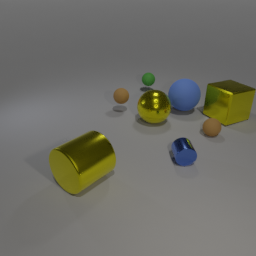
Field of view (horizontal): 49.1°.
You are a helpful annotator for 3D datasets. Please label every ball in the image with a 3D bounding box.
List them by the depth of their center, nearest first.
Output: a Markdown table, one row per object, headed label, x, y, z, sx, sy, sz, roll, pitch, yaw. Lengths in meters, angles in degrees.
| label | x | y | z | sx | sy | sz | roll | pitch | yaw |
| --- | --- | --- | --- | --- | --- | --- | --- | --- | --- |
| ball | 3.197 | -0.028 | 10.671 | 0.700 | 0.700 | 0.700 | 0 | 28 | 0 |
| ball | 1.073 | -0.872 | 11.464 | 1.400 | 1.400 | 1.400 | 0 | 28 | 0 |
| ball | -0.296 | -1.402 | 12.273 | 0.700 | 0.700 | 0.700 | 0 | 28 | 0 |
| ball | 2.474 | -1.458 | 12.302 | 1.400 | 1.400 | 1.400 | 0 | 28 | 0 |
| ball | 1.069 | -2.539 | 14.624 | 0.700 | 0.700 | 0.700 | 0 | 28 | 0 |

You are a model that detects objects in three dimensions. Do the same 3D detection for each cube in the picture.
| label | x | y | z | sx | sy | sz | roll | pitch | yaw |
| --- | --- | --- | --- | --- | --- | --- | --- | --- | --- |
| cube | 4.255 | -1.120 | 11.892 | 1.400 | 1.400 | 1.400 | -13 | 31 | -26 |

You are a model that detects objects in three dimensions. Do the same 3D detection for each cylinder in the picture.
| label | x | y | z | sx | sy | sz | roll | pitch | yaw |
| --- | --- | --- | --- | --- | --- | --- | --- | --- | --- |
| cylinder | -1.303 | 0.957 | 8.089 | 1.400 | 1.400 | 1.400 | 23 | 36 | 35 |
| cylinder | 1.827 | 0.776 | 9.171 | 0.700 | 0.700 | 0.700 | -2 | 28 | -4 |
